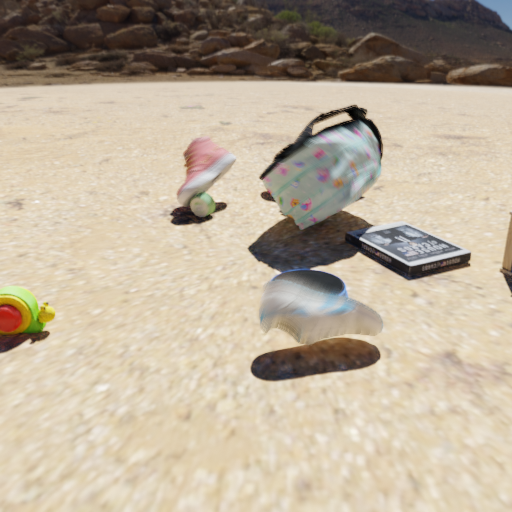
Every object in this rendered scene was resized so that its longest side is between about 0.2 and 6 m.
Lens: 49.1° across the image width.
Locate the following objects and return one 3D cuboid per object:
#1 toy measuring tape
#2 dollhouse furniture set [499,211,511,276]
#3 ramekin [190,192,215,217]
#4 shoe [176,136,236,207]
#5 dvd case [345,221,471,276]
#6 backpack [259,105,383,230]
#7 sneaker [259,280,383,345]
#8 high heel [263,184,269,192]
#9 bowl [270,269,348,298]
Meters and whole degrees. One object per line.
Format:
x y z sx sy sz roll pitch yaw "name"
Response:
-4.156 0.831 8.668 2.058 0.757 0.757 0 22 0 "toy measuring tape"
5.778 -0.074 10.189 1.779 1.230 1.885 -11 25 -25 "dollhouse furniture set"
-1.347 -1.261 13.973 0.598 0.598 0.292 11 32 24 "ramekin"
-1.590 -2.259 14.659 1.109 0.871 2.439 39 47 3 "shoe"
3.135 -0.203 11.782 1.607 0.264 2.138 -11 24 -24 "dvd case"
1.609 -1.993 13.207 2.026 2.671 3.201 51 35 4 "backpack"
0.940 0.954 8.221 1.856 0.710 0.750 14 67 -4 "sneaker"
1.618 -2.320 15.917 2.738 0.978 1.952 -20 35 -22 "high heel"
0.889 0.607 9.776 1.432 0.281 1.432 0 22 0 "bowl"
